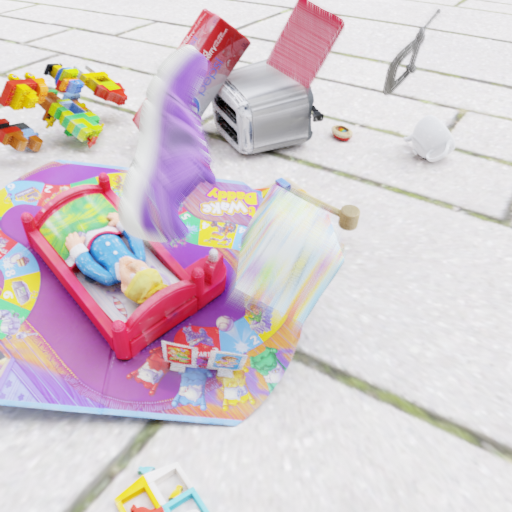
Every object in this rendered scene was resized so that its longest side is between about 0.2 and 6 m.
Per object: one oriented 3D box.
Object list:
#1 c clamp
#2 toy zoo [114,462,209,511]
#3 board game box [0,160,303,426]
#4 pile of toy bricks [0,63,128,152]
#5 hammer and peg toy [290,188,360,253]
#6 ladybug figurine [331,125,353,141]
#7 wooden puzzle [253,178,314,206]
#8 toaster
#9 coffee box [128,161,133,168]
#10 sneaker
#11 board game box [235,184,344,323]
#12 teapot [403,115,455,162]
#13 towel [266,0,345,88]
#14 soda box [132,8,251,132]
[{"bbox_3d":[2.610,-3.340,9.530,0.183,1.354,1.156,43,78,13],"label":"c clamp"},{"bbox_3d":[-1.127,3.135,6.857,0.906,0.141,1.382,-24,44,-27],"label":"toy zoo"},{"bbox_3d":[-1.943,0.042,8.528,5.696,1.109,4.501,7,57,-5],"label":"board game box"},{"bbox_3d":[-4.766,-3.535,14.322,1.926,2.164,3.901,37,27,1],"label":"pile of toy bricks"},{"bbox_3d":[0.751,-0.334,10.677,2.378,0.839,1.749,-31,47,-29],"label":"hammer and peg toy"},{"bbox_3d":[2.285,-3.253,14.907,0.485,0.257,0.714,-17,41,-20],"label":"ladybug figurine"},{"bbox_3d":[0.553,-1.315,12.387,1.389,0.322,1.287,-21,42,-25],"label":"wooden puzzle"},{"bbox_3d":[0.127,-3.767,14.405,2.005,1.764,3.104,-19,44,-17],"label":"toaster"},{"bbox_3d":[-2.373,-2.041,13.066,0.886,0.617,1.548,4,38,6],"label":"coffee box"},{"bbox_3d":[-0.922,-1.326,6.861,1.005,2.408,0.971,12,-3,-2],"label":"sneaker"},{"bbox_3d":[0.427,-0.119,7.930,1.032,1.051,2.004,28,18,-9],"label":"board game box"},{"bbox_3d":[4.273,-2.812,13.845,0.880,1.205,1.190,-38,79,8],"label":"teapot"},{"bbox_3d":[1.107,-4.858,12.783,1.206,1.668,0.188,32,27,0],"label":"towel"},{"bbox_3d":[-1.654,-4.286,13.865,1.066,3.362,1.177,24,19,-40],"label":"soda box"}]
